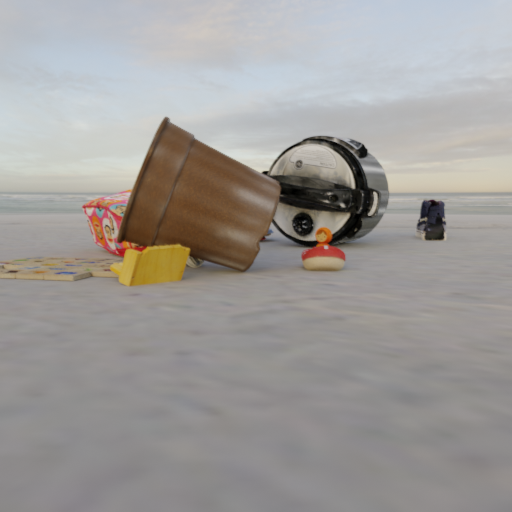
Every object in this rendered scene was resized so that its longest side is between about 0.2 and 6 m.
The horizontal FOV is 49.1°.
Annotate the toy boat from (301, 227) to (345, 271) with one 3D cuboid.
[{"bbox_3d":[1.047,-0.119,8.745,0.659,0.660,1.010,0,6,2],"label":"toy boat"}]

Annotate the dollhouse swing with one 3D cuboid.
[{"bbox_3d":[-1.431,0.019,7.322,0.787,0.715,0.691,-5,36,-41],"label":"dollhouse swing"}]

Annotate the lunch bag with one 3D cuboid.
[{"bbox_3d":[-2.043,-0.894,11.423,2.419,1.125,2.747,-22,20,-26],"label":"lunch bag"}]

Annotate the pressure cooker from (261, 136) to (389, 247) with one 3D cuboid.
[{"bbox_3d":[1.633,-1.459,13.209,2.553,2.593,2.902,-35,-12,28],"label":"pressure cooker"}]

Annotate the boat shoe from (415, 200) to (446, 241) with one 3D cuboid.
[{"bbox_3d":[5.088,-1.065,16.142,0.903,1.122,2.420,1,6,9],"label":"boat shoe"}]

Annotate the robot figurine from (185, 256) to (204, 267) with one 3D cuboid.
[{"bbox_3d":[-1.007,0.010,9.130,0.492,0.327,0.580,-35,10,-5],"label":"robot figurine"}]

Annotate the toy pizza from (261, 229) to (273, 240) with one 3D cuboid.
[{"bbox_3d":[-0.603,-0.572,15.156,2.152,0.341,2.152,1,7,0],"label":"toy pizza"}]

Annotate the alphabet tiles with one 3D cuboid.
[{"bbox_3d":[-2.997,0.178,8.676,2.702,0.102,2.258,2,5,14],"label":"alphabet tiles"}]

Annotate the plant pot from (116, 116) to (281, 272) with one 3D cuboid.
[{"bbox_3d":[-0.782,-0.749,8.197,1.917,1.936,1.936,22,2,-9],"label":"plant pot"}]
